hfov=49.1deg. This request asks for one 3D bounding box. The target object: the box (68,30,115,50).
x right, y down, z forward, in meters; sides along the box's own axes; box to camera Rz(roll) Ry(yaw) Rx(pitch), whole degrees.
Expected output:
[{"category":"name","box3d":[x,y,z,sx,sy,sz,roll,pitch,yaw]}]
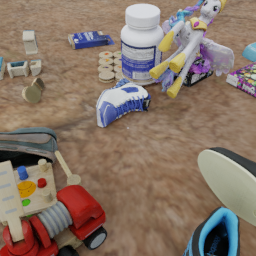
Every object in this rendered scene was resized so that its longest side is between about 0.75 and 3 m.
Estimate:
[{"category":"box","box3d":[-1.548,-3.744,11.805,1.799,0.292,1.090,-11,41,-15]}]

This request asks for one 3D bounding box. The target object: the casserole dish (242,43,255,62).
[{"category":"casserole dish","box3d":[5.387,-2.725,10.491,1.354,0.434,2.235,-21,44,-23]}]

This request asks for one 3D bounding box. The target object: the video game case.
[{"category":"video game case","box3d":[4.571,-1.556,9.154,1.979,0.354,1.794,-25,46,-27]}]

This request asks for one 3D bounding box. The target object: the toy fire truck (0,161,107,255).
[{"category":"toy fire truck","box3d":[-1.317,1.373,4.483,1.672,1.899,1.222,-30,50,-30]}]

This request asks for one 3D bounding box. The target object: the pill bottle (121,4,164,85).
[{"category":"pill bottle","box3d":[0.426,-2.541,8.626,1.299,2.170,1.299,0,45,0]}]

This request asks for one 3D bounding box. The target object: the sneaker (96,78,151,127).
[{"category":"sneaker","box3d":[-0.003,-0.753,7.869,1.129,0.790,1.954,16,41,21]}]

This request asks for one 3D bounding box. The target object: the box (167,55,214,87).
[{"category":"box","box3d":[2.120,-2.061,9.569,1.349,0.581,1.105,-31,49,-31]}]

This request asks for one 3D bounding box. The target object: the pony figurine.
[{"category":"pony figurine","box3d":[1.859,-2.338,8.130,2.405,2.788,2.888,34,76,16]}]

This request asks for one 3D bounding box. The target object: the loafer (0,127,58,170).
[{"category":"loafer","box3d":[-2.939,0.607,6.179,2.747,0.987,0.864,-10,47,-15]}]

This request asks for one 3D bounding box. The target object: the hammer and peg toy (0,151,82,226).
[{"category":"hammer and peg toy","box3d":[-1.837,1.192,5.730,1.685,0.594,1.239,-13,40,-15]}]

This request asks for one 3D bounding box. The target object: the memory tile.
[{"category":"memory tile","box3d":[-0.247,-2.288,10.153,1.679,0.184,2.191,-3,41,-3]}]

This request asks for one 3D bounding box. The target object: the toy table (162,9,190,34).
[{"category":"toy table","box3d":[2.158,-4.387,12.047,1.241,1.141,0.727,36,68,27]}]

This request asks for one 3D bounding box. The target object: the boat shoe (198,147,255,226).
[{"category":"boat shoe","box3d":[2.669,1.309,5.216,0.940,1.098,3.001,-33,56,-31]}]

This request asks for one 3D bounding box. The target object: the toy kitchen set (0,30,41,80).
[{"category":"toy kitchen set","box3d":[-3.938,-2.553,9.503,1.771,1.419,1.043,-9,42,-11]}]

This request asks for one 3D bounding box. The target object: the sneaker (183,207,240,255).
[{"category":"sneaker","box3d":[0.960,2.300,3.970,0.956,1.069,2.610,18,50,17]}]

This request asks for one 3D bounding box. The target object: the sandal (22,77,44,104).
[{"category":"sandal","box3d":[-2.997,-1.056,8.607,0.477,0.532,1.450,-27,29,17]}]
